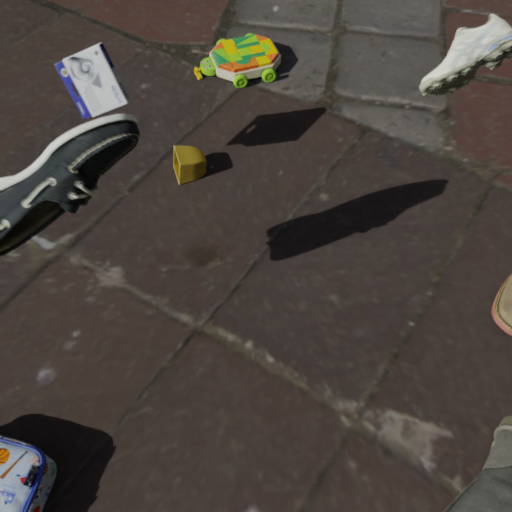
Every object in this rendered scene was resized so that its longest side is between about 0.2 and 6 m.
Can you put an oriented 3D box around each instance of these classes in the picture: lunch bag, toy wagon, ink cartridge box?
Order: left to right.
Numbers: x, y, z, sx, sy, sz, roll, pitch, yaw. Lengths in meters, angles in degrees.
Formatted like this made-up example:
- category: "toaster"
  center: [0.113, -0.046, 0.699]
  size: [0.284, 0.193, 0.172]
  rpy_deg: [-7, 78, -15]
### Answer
- category: "lunch bag"
  center: [-4.103, 3.531, 8.370]
  size: [1.995, 0.754, 1.599]
  rpy_deg: [12, 57, 10]
- category: "ink cartridge box"
  center: [-3.046, -3.163, 10.297]
  size: [1.136, 1.134, 0.231]
  rpy_deg: [-15, 27, 22]
- category: "toy wagon"
  center: [-0.524, -5.102, 14.661]
  size: [2.258, 0.447, 1.752]
  rpy_deg: [-15, 56, -11]

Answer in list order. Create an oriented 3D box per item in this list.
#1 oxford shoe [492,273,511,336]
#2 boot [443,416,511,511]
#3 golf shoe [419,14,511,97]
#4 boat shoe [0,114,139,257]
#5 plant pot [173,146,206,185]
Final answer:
- category: "oxford shoe"
  center: [5.691, 0.201, 10.373]
  size: [3.420, 1.279, 1.205]
  rpy_deg: [-36, 64, -22]
- category: "boot"
  center: [3.911, 4.083, 7.734]
  size: [2.832, 1.130, 3.114]
  rpy_deg: [24, 50, 33]
- category: "golf shoe"
  center: [3.534, -3.433, 9.631]
  size: [1.774, 0.694, 0.862]
  rpy_deg: [-28, 74, 8]
- category: "boat shoe"
  center: [-2.641, -0.915, 7.558]
  size: [2.758, 1.043, 0.832]
  rpy_deg: [-30, 81, 14]
- category: "plant pot"
  center: [-1.453, -2.039, 12.415]
  size: [0.648, 0.634, 0.630]
  rpy_deg: [-8, 55, -16]
